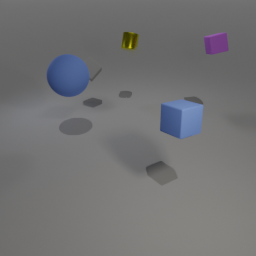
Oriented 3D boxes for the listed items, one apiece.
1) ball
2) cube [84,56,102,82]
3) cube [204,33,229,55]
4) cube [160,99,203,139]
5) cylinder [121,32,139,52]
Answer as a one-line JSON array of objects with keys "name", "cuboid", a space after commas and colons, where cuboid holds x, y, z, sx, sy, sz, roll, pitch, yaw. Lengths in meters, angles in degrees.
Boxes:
[{"name": "ball", "cuboid": [-1.991, -1.739, 9.350, 1.400, 1.400, 1.400, 0, 28, 0]}, {"name": "cube", "cuboid": [-1.615, -2.534, 12.105, 0.700, 0.700, 0.700, 41, -3, -5]}, {"name": "cube", "cuboid": [3.528, -3.381, 11.225, 0.700, 0.700, 0.700, -14, 18, 0]}, {"name": "cube", "cuboid": [1.250, -0.226, 6.597, 0.700, 0.700, 0.700, -14, 24, -34]}, {"name": "cylinder", "cuboid": [0.084, -3.721, 12.098, 0.700, 0.700, 0.700, 9, 9, -1]}]
